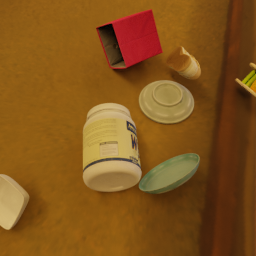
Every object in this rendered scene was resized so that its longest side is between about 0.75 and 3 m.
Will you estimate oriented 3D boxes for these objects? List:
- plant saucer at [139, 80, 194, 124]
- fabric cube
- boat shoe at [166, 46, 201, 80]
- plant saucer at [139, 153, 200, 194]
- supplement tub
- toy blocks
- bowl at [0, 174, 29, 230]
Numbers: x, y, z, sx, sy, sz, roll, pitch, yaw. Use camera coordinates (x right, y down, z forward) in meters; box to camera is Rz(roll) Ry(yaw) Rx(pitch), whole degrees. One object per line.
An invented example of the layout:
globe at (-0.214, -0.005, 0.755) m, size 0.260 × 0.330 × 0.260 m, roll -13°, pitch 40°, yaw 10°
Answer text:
plant saucer at (1.136, -0.881, 8.189) m, size 1.642 × 0.412 × 1.642 m, roll 0°, pitch 56°, yaw 0°
fabric cube at (0.033, -2.682, 8.558) m, size 1.344 × 1.348 × 1.323 m, roll -27°, pitch 22°, yaw -20°
boat shoe at (1.619, -1.851, 8.170) m, size 0.654 × 0.697 × 1.890 m, roll 36°, pitch 22°, yaw -20°
plant saucer at (0.965, 1.065, 6.419) m, size 1.537 × 1.537 × 0.211 m, roll -31°, pitch 98°, yaw -19°
supplement tub at (-0.418, 0.457, 6.731) m, size 1.326 × 1.326 × 1.830 m, roll -4°, pitch 57°, yaw -3°
toy blocks at (3.869, -1.687, 7.598) m, size 0.631 × 1.737 × 1.448 m, roll 38°, pitch 21°, yaw -7°
bowl at (-2.658, 1.597, 6.214) m, size 0.992 × 0.370 × 0.991 m, roll 34°, pitch 103°, yaw 17°
